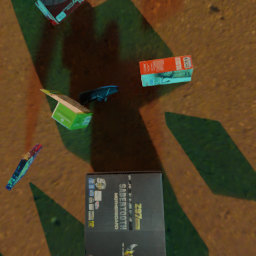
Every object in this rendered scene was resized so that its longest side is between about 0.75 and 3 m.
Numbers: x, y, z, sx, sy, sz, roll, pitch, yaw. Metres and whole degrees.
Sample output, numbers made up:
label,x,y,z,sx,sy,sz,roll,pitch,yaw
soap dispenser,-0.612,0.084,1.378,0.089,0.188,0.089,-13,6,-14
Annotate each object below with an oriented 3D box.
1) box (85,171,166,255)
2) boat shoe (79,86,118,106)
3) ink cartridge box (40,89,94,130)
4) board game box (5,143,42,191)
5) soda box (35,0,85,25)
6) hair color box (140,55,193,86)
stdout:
label,x,y,z,sx,sy,sz,roll,pitch,yaw
box,-0.090,2.603,7.776,2.170,0.702,2.752,-1,78,-1
boat shoe,-0.906,-1.008,8.939,1.294,0.544,0.444,-14,83,14
ink cartridge box,-1.913,-0.577,8.434,1.439,1.063,0.545,32,103,13
board game box,-2.882,1.075,7.747,0.218,0.811,1.351,34,122,-9
soda box,-1.649,-4.769,9.323,2.948,1.032,0.935,-44,119,-6
hair color box,1.134,-1.688,8.393,1.496,0.830,0.478,-8,74,5
